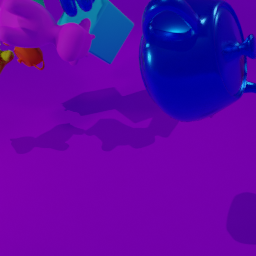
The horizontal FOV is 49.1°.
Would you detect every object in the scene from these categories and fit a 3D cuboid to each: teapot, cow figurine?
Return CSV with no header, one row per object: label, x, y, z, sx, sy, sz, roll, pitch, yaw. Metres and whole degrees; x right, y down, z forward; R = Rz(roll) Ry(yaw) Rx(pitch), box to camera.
teapot,0.745,-0.637,2.662,0.925,1.889,1.175,-4,72,39
cow figurine,-0.856,-2.859,4.818,0.811,1.453,1.477,-2,37,34
cow figurine,-1.578,-1.837,5.149,1.734,0.952,1.706,36,23,32
teapot,-2.520,-1.844,6.908,1.165,0.724,0.570,39,71,-1
cow figurine,-3.095,-1.096,5.659,1.413,0.788,1.436,-2,56,41

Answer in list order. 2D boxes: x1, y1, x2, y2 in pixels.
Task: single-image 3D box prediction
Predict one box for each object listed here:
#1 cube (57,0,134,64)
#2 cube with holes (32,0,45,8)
cube,-0.765,-2.338,6.468,1.097,1.097,1.097,39,12,31
cube with holes,-2.434,-2.924,6.096,1.006,1.006,1.006,-16,30,-13
